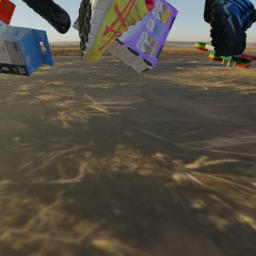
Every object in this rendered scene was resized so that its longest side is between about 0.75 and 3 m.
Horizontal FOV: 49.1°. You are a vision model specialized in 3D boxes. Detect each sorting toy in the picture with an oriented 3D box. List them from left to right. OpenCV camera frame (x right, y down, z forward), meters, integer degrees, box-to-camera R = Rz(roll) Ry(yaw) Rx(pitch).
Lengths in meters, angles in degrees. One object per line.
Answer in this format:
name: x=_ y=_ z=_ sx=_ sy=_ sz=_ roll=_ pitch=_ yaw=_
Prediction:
sorting toy: x=3.510 y=-2.308 z=9.241 sx=1.366 sy=0.479 sz=2.834 roll=-1 pitch=25 yaw=-27

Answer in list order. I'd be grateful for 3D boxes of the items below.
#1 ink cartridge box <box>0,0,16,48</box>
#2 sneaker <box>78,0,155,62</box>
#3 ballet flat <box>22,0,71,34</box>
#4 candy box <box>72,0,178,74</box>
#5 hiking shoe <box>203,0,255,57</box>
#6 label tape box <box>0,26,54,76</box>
ink cartridge box: x=-2.682 y=-2.070 z=5.190 sx=0.921 sy=1.135 sz=0.285 roll=34 pitch=46 yaw=-16
sneaker: x=-0.163 y=-2.129 z=5.087 sx=1.242 sy=1.075 sz=2.750 roll=2 pitch=-26 yaw=-24
ballet flat: x=-2.811 y=-3.816 z=8.377 sx=0.867 sy=2.608 sz=0.741 roll=-50 pitch=6 yaw=-31
candy box: x=-0.021 y=-3.515 z=9.013 sx=2.743 sy=2.301 sz=0.981 roll=30 pitch=-15 yaw=-23
hiking shoe: x=1.973 y=-2.039 z=5.138 sx=0.919 sy=0.788 sz=2.119 roll=-1 pitch=45 yaw=6
label tape box: x=-3.331 y=-2.247 z=8.263 sx=1.976 sy=1.415 sz=0.653 roll=8 pitch=58 yaw=1
